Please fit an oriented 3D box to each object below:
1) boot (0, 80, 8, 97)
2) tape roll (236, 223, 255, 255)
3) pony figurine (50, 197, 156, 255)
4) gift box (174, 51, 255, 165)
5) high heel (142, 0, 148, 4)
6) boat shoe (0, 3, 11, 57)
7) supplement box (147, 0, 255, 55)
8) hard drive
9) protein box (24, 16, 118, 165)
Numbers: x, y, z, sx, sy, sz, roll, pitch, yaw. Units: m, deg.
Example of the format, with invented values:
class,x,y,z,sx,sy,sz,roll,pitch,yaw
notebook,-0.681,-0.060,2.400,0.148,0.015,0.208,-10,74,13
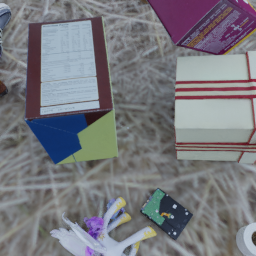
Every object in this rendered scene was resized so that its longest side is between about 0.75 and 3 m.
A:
class,x,y,z,sx,sy,sz,roll,pitch,yaw
boot,-4.306,-1.192,8.539,1.088,1.155,0.396,-36,68,-17
tape roll,3.124,2.760,6.861,0.781,0.537,0.781,0,63,0
pony figurine,-0.649,2.629,6.522,1.989,1.715,2.060,44,56,10
gift box,2.524,-0.241,7.399,2.500,2.470,2.677,-1,68,12
high heel,0.385,-6.050,11.178,1.116,0.784,2.326,-44,75,-9
boat shoe,-4.685,-3.114,9.752,1.230,0.991,2.653,32,71,4
supplement box,1.953,-3.075,7.089,2.845,1.468,1.863,-10,67,-49
hard drive,0.999,2.225,7.315,1.157,0.219,0.808,35,68,16
protein box,-1.364,-0.871,7.466,1.871,2.752,2.773,-6,63,-3
